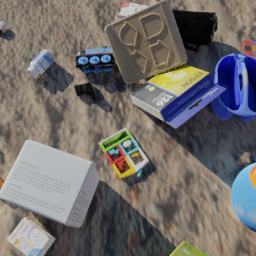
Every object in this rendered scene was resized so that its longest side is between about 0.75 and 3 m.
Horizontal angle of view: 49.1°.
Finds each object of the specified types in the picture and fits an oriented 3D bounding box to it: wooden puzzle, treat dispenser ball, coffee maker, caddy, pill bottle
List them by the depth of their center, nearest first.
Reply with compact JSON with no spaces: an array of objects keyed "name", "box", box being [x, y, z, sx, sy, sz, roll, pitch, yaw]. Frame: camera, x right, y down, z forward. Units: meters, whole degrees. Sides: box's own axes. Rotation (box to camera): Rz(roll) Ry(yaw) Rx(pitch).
[{"name":"treat dispenser ball","box":[4.417,2.175,8.657,2.311,2.311,2.311,0,66,0]},{"name":"caddy","box":[4.274,-1.553,10.730,1.953,1.450,2.763,4,67,3]},{"name":"wooden puzzle","box":[0.734,-3.352,11.202,2.693,0.623,2.494,-19,101,13]},{"name":"coffee maker","box":[2.330,-4.237,11.506,2.290,2.199,1.542,5,83,4]},{"name":"pill bottle","box":[-3.643,-2.657,11.649,0.645,0.645,1.150,31,70,13]},{"name":"wooden puzzle","box":[5.804,-3.138,12.111,1.468,0.174,2.475,0,66,0]}]

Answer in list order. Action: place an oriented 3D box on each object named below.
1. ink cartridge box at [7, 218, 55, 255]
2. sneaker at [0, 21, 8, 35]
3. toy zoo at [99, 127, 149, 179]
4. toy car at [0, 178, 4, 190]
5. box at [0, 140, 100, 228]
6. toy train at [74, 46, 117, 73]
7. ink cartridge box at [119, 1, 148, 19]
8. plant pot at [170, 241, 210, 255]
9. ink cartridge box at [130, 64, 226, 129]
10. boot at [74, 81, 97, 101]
[{"name":"ink cartridge box","box":[-3.106,3.493,8.879,1.242,0.778,0.798,31,70,12]},{"name":"sneaker","box":[-5.945,-4.657,12.700,0.993,0.332,0.532,29,68,8]},{"name":"toy zoo","box":[-0.094,1.008,10.289,1.219,0.190,1.859,-29,69,-12]},{"name":"toy car","box":[-4.271,1.568,9.825,1.810,0.602,0.888,-27,69,-11]},{"name":"box","box":[-2.298,1.821,8.832,2.197,2.208,1.891,18,70,8]},{"name":"toy train","box":[-1.353,-2.874,11.722,1.759,0.763,1.005,-5,57,0]},{"name":"ink cartridge box","box":[0.319,-5.188,12.822,1.242,0.514,0.910,14,67,6]},{"name":"plant pot","box":[2.023,4.613,7.641,2.540,2.638,2.638,38,71,27]},{"name":"ink cartridge box","box":[1.792,-1.377,10.513,2.551,0.607,2.582,-37,39,-16]},{"name":"boot","box":[-1.700,-1.406,11.234,0.742,0.373,0.992,-19,57,-15]}]
